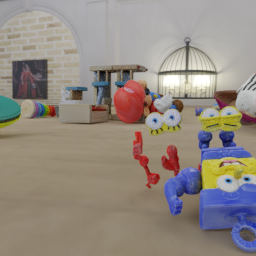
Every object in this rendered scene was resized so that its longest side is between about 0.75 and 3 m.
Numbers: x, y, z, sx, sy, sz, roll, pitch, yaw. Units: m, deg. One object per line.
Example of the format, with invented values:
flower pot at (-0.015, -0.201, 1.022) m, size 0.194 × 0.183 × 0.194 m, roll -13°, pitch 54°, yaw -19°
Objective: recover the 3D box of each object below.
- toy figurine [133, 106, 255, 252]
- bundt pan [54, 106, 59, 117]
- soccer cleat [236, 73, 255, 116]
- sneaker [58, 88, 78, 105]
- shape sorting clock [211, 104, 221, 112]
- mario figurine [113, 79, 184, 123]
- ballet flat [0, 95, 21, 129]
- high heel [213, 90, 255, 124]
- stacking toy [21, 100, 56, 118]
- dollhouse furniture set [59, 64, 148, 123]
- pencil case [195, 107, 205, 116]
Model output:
toy figurine at (0.702, 0.383, 1.652) m, size 1.373 × 0.724 × 0.823 m, roll -2°, pitch 34°, yaw 5°
bundt pan at (-2.221, -0.611, 10.877) m, size 1.257 × 0.472 × 1.257 m, roll 1°, pitch 6°, yaw 0°
soccer cleat at (2.923, -0.563, 6.278) m, size 0.995 × 0.802 × 2.337 m, roll -38°, pitch 14°, yaw 32°
sneaker at (-2.759, -1.185, 12.835) m, size 0.792 × 1.212 × 2.108 m, roll -3°, pitch 6°, yaw -29°
shape sorting clock at (4.331, -0.538, 9.448) m, size 2.931 × 0.575 × 2.931 m, roll 1°, pitch 1°, yaw 0°
mario figurine at (0.728, -1.006, 8.985) m, size 1.806 × 1.551 × 2.926 m, roll -21°, pitch -12°, yaw 34°
ballet flat at (-3.111, -0.165, 4.807) m, size 0.845 × 0.843 × 2.522 m, roll -47°, pitch -21°, yaw 26°
high heel at (3.170, -0.639, 7.110) m, size 1.285 × 0.901 × 2.672 m, roll 34°, pitch -11°, yaw -5°
stacking toy at (-3.522, -0.712, 11.431) m, size 0.710 × 0.710 × 1.664 m, roll 3°, pitch 0°, yaw 25°
dollhouse furniture set at (-0.677, -1.177, 9.253) m, size 1.897 × 1.908 × 2.707 m, roll 2°, pitch 5°, yaw 23°
pencil case at (3.411, -0.718, 12.393) m, size 0.921 × 0.360 × 0.400 m, roll 1°, pitch 34°, yaw 3°
